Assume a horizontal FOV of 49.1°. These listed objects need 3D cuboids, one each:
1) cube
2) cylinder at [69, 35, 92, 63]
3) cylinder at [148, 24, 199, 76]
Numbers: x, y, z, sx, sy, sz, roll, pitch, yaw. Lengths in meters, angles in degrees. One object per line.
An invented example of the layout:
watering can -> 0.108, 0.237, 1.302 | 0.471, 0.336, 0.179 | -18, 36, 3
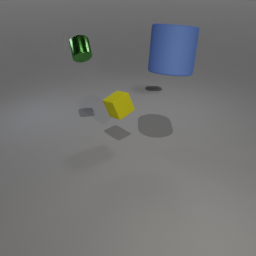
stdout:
cube -> -0.323, -0.798, 9.736 | 0.700, 0.700, 0.700 | -36, 30, -23
cylinder -> -1.666, -2.787, 9.875 | 0.700, 0.700, 0.700 | -13, -13, -3
cylinder -> 1.363, -2.383, 8.527 | 1.400, 1.400, 1.400 | 4, 19, -1
